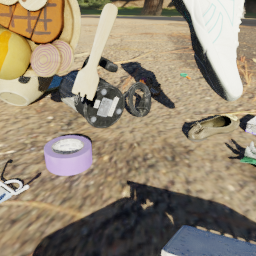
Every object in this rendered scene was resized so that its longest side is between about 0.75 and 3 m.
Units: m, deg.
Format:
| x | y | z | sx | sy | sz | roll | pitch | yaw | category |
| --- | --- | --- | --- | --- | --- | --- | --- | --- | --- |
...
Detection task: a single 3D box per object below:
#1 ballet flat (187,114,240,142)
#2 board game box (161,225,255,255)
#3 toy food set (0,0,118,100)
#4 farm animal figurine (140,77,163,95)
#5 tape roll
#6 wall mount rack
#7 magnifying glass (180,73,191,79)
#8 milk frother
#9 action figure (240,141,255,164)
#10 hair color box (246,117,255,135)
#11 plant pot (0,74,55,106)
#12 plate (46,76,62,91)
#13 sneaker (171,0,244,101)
| x | y | z | sx | sy | sz | roll | pitch | yaw | category |
| --- | --- | --- | --- | --- | --- | --- | --- | --- | --- |
| 2.414 | -0.099 | 7.764 | 1.952 | 0.452 | 0.658 | -16 | 30 | -29 | ballet flat |
| 1.500 | 1.646 | 3.269 | 1.976 | 0.256 | 1.976 | 10 | -8 | 19 | board game box |
| -1.498 | -1.474 | 4.004 | 2.499 | 1.725 | 0.502 | 19 | 17 | -4 | toy food set |
| 0.840 | -1.531 | 10.690 | 1.007 | 0.531 | 1.018 | 25 | 27 | 20 | farm animal figurine |
| -1.346 | 0.599 | 6.360 | 1.050 | 0.446 | 1.050 | 0 | 25 | 0 | tape roll |
| -2.454 | 1.213 | 5.037 | 1.187 | 0.510 | 1.367 | 18 | 32 | 32 | wall mount rack |
| 2.655 | -2.381 | 12.834 | 0.328 | 0.092 | 0.824 | -6 | 28 | -13 | magnifying glass |
| -0.674 | -1.002 | 8.803 | 2.186 | 1.973 | 2.056 | 35 | 0 | -40 | milk frother |
| 3.450 | 0.793 | 5.989 | 1.784 | 0.488 | 1.053 | 22 | 30 | 31 | action figure |
| 3.800 | -0.092 | 7.923 | 0.530 | 0.314 | 0.970 | 24 | 33 | 39 | hair color box |
| -3.647 | -1.549 | 9.405 | 2.065 | 2.065 | 1.386 | 4 | 66 | 8 | plant pot |
| -3.497 | -1.782 | 11.450 | 1.863 | 0.238 | 1.863 | 0 | 27 | 0 | plate |
| 1.694 | -1.980 | 5.261 | 1.192 | 2.974 | 1.046 | -19 | -2 | 3 | sneaker |
